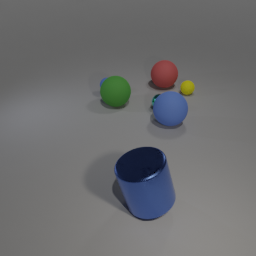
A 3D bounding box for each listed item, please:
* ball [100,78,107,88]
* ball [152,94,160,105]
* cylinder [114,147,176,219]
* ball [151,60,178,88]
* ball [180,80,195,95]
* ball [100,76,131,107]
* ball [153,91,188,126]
[{"bbox_3d":[-1.036,-2.128,13.787,0.700,0.700,0.700,0,33,0],"label":"ball"},{"bbox_3d":[1.411,-1.181,12.587,0.700,0.700,0.700,0,33,0],"label":"ball"},{"bbox_3d":[0.479,1.457,7.569,1.400,1.400,1.400,-13,30,8],"label":"cylinder"},{"bbox_3d":[1.865,-2.770,14.387,1.400,1.400,1.400,0,33,0],"label":"ball"},{"bbox_3d":[2.944,-2.001,13.867,0.700,0.700,0.700,0,33,0],"label":"ball"},{"bbox_3d":[-0.563,-1.665,12.720,1.400,1.400,1.400,0,33,0],"label":"ball"},{"bbox_3d":[1.710,-0.777,11.308,1.400,1.400,1.400,0,33,0],"label":"ball"}]
